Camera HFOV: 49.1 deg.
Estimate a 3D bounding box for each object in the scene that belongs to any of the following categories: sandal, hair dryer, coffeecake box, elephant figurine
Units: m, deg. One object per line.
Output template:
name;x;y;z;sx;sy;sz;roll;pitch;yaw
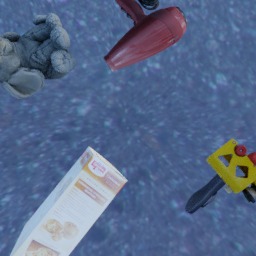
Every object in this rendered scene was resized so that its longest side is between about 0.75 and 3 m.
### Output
sandal;1.847;1.500;6.333;0.302;0.536;1.408;41;108;-5
hair dryer;0.270;-2.128;5.541;1.941;0.692;2.548;11;65;32
coffeecake box;-1.165;1.565;5.700;0.836;1.755;2.287;39;84;-9
elephant figurine;-2.278;-1.399;5.691;2.162;1.677;1.530;-25;34;-14

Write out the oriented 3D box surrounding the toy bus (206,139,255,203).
toy bus;2.004;0.868;4.963;0.708;1.369;1.292;-39;117;5
